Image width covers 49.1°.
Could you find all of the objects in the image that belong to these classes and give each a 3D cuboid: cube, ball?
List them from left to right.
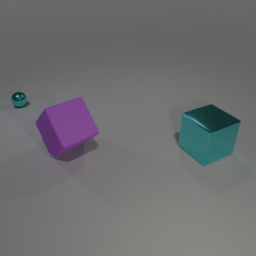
[{"bbox_3d":[-4.936,-1.301,12.711,0.700,0.700,0.700,0,33,0],"label":"ball"},{"bbox_3d":[-2.089,-0.018,9.541,1.400,1.400,1.400,-24,-4,-35],"label":"cube"},{"bbox_3d":[2.785,0.196,9.775,1.400,1.400,1.400,-17,37,-25],"label":"cube"}]
